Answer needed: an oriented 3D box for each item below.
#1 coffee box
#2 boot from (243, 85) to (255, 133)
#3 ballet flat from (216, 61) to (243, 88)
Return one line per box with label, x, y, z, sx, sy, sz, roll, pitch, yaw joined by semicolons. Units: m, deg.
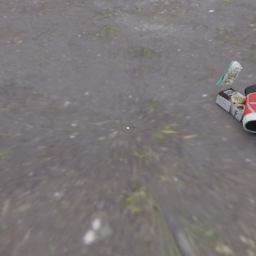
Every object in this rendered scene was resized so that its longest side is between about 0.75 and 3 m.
coffee box;2.952;-0.670;7.686;0.525;0.370;0.928;-21;48;-25
boot;3.942;-0.466;7.007;2.014;0.729;1.453;14;56;7
ballet flat;2.768;-1.386;7.674;0.342;1.070;0.405;33;66;9
